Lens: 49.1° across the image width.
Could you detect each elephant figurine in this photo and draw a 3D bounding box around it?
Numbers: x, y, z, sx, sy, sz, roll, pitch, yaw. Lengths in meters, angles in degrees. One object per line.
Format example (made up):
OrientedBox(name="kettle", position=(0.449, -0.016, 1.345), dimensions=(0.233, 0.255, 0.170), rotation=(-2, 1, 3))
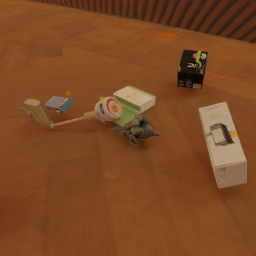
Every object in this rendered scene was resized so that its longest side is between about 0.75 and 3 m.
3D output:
OrientedBox(name="elephant figurine", position=(0.198, 0.113, 8.124), dimensions=(0.783, 1.107, 0.859), rotation=(-9, 69, -35))

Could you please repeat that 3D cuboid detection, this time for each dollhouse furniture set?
OrientedBox(name="dollhouse furniture set", position=(-2.541, -0.850, 8.678), dimensions=(1.181, 0.816, 1.251), rotation=(14, 52, 32))

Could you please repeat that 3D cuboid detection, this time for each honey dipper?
OrientedBox(name="honey dipper", position=(-1.686, -0.229, 8.532), dimensions=(1.605, 0.305, 0.305), rotation=(-12, 35, 11))

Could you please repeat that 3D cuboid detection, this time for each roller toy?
OrientedBox(name="roller toy", position=(-0.591, -0.557, 8.809), dimensions=(0.594, 0.850, 0.776), rotation=(-26, 29, 40))

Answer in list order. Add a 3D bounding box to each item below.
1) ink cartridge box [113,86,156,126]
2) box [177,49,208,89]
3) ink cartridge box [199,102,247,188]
OrientedBox(name="ink cartridge box", position=(-0.064, -0.813, 9.615), dimensions=(1.261, 0.416, 1.733), rotation=(28, 43, 32))
OrientedBox(name="box", position=(2.377, -2.166, 10.310), dimensions=(0.934, 0.782, 1.258), rotation=(10, 56, 15))
OrientedBox(name="ink cartridge box", position=(2.216, 0.404, 6.579), dimensions=(0.700, 1.207, 1.636), rotation=(-15, 53, 13))
